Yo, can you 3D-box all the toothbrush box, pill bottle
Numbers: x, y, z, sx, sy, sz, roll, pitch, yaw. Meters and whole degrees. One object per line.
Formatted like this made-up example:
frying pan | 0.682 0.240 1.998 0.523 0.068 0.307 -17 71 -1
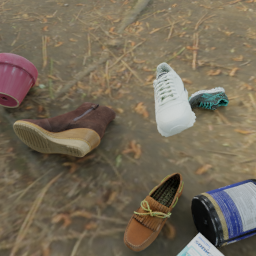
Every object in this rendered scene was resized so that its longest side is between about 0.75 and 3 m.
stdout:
toothbrush box | 1.369 3.208 5.770 1.589 0.678 1.163 -32 56 -27
pill bottle | 2.709 1.896 6.578 2.164 1.211 1.211 -13 50 -12

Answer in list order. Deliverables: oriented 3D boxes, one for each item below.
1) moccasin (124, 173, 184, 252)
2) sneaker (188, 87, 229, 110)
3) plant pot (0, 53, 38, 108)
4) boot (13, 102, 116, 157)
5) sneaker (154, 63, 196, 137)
moccasin | 0.690 1.960 6.754 0.809 0.853 2.211 35 57 27
sneaker | 2.746 -0.902 9.504 1.572 0.610 0.717 -17 54 -13
plant pot | -4.003 -1.522 9.543 1.542 1.542 1.380 6 65 5
boot | -1.913 -0.133 8.784 2.618 0.947 2.178 16 39 14
sneaker | 0.874 -0.652 6.067 0.857 0.903 2.244 -20 28 13
